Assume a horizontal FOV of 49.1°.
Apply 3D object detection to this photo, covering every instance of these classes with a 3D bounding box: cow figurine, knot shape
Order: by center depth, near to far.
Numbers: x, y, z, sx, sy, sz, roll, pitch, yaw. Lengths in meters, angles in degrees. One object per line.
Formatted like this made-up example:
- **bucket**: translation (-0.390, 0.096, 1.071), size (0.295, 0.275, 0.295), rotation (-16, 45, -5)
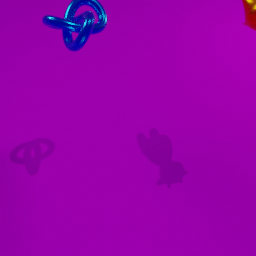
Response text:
- **cow figurine**: translation (2.639, -1.883, 4.551), size (0.817, 1.489, 1.465), rotation (6, 74, -44)
- **knot shape**: translation (-0.819, -1.845, 4.802), size (1.105, 0.511, 1.034), rotation (34, 66, 30)
